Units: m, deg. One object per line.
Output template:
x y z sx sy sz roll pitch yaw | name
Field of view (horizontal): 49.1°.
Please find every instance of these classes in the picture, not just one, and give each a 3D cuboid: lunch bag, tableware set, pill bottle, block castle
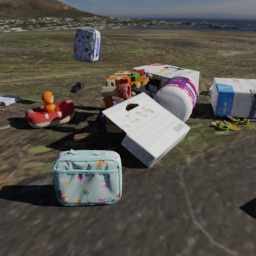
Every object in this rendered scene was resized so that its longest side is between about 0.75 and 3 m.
-1.677 -3.412 11.718 1.127 1.407 0.532 12 14 21 | lunch bag
3.951 -0.189 10.641 1.382 0.212 0.931 -7 26 -16 | tableware set
-0.938 1.119 6.455 1.591 1.276 0.613 -1 23 -3 | lunch bag
1.980 -1.212 11.289 1.523 1.523 2.709 9 26 19 | pill bottle
0.128 -1.110 10.674 1.339 1.907 2.854 1 23 17 | block castle

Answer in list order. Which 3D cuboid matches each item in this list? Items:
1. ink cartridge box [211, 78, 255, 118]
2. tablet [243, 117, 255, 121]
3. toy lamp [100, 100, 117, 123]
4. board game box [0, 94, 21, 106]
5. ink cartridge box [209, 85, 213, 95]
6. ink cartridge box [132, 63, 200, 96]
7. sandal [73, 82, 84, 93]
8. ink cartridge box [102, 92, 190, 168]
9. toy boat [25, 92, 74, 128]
4.945 -1.274 11.590 2.708 1.163 1.983 6 26 10 | ink cartridge box
5.134 -0.614 11.693 1.036 0.109 1.592 0 25 -1 | tablet
-0.783 -0.672 11.363 0.525 0.525 1.803 2 24 4 | toy lamp
-5.711 -1.320 13.150 0.901 0.186 0.903 12 27 24 | board game box
4.485 -1.896 14.231 0.586 0.339 0.803 11 27 23 | ink cartridge box
1.901 -2.418 14.355 2.074 1.178 2.846 -21 32 -38 | ink cartridge box
-2.630 -2.226 15.019 0.513 0.289 1.350 -1 24 -3 | sandal
0.580 -0.064 8.968 2.109 0.529 2.430 39 38 17 | ink cartridge box
-2.999 -0.799 10.752 1.862 1.217 1.215 -13 27 -26 | toy boat
